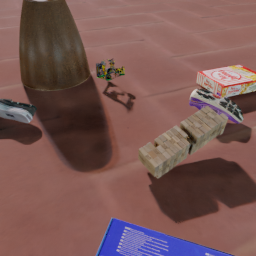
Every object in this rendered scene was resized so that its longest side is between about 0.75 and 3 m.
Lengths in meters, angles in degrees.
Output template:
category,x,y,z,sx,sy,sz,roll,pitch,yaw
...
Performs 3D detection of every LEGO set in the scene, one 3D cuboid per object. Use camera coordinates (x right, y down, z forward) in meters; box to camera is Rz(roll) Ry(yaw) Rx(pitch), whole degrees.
category,x,y,z,sx,sy,sz,roll,pitch,yaw
LEGO set,-0.564,-1.887,8.782,0.730,0.550,0.949,2,-11,-40

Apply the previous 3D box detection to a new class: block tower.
category,x,y,z,sx,sy,sz,roll,pitch,yaw
block tower,1.152,0.257,5.832,2.004,0.541,0.579,-29,56,-21

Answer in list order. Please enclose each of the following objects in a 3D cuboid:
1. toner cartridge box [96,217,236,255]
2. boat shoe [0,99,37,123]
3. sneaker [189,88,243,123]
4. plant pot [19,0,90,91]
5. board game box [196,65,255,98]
category,x,y,z,sx,sy,sz,roll,pitch,yaw
toner cartridge box,0.738,2.001,3.272,2.439,0.526,1.158,11,52,20
boat shoe,-3.051,-0.522,7.238,1.530,0.525,0.433,16,58,16
sneaker,2.289,-0.509,7.308,1.447,0.604,0.583,29,43,12
plant pot,-2.457,-2.800,8.822,2.304,2.465,2.304,-1,36,1
board game box,3.213,-1.483,8.718,1.706,0.395,1.293,-13,34,-19
